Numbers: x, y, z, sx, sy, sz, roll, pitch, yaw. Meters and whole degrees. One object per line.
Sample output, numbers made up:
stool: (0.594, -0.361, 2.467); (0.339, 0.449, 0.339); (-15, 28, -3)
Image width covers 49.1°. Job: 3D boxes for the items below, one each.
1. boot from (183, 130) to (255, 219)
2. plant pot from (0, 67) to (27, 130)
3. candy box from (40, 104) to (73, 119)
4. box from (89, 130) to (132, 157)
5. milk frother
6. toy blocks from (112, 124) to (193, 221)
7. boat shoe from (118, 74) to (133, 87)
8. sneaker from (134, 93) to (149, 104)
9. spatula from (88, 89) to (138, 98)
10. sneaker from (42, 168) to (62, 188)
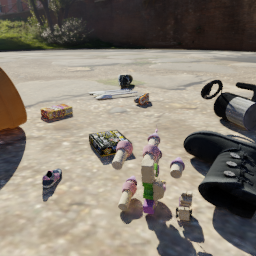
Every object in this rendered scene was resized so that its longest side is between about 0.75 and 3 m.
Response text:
boot: (2.269, 1.039, 7.338); (2.270, 0.904, 2.754); (7, 26, 24)
plant pot: (-5.328, -0.897, 10.431); (2.672, 2.672, 1.870); (19, 44, 42)
candy box: (-3.278, -0.784, 12.918); (1.269, 0.358, 0.741); (-21, 29, -40)
box: (-0.626, 0.477, 9.504); (1.097, 0.339, 1.374); (-7, 21, -23)
milk frother: (4.190, -0.979, 11.313); (1.994, 1.799, 1.875); (-5, 20, -20)
toy blocks: (0.646, 0.943, 6.271); (1.680, 1.570, 1.414); (4, 32, 15)
boat shoe: (-0.154, -3.271, 18.993); (0.688, 0.863, 2.282); (-2, 20, 12)
sneaker: (0.768, -1.593, 14.986); (0.488, 0.494, 1.263); (0, 15, 31)
spatula: (-0.855, -2.065, 16.733); (2.637, 0.212, 1.834); (-8, 16, -24)
sneaker: (-1.986, 1.225, 7.403); (0.309, 0.361, 0.880); (3, 20, 9)
